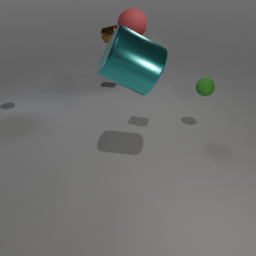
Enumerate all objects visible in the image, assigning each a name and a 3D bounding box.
[{"bbox_3d":[2.900,-1.542,10.515,0.700,0.700,0.700,0,30,0],"label":"ball"},{"bbox_3d":[0.201,-4.986,13.416,1.400,1.400,1.400,0,30,0],"label":"ball"},{"bbox_3d":[0.818,-2.419,9.152,0.700,0.700,0.700,28,54,-9],"label":"cube"},{"bbox_3d":[-0.807,-4.427,13.227,0.700,0.700,0.700,-4,27,24],"label":"cylinder"},{"bbox_3d":[0.098,-1.762,7.400,1.400,1.400,1.400,23,26,-16],"label":"cylinder"}]
